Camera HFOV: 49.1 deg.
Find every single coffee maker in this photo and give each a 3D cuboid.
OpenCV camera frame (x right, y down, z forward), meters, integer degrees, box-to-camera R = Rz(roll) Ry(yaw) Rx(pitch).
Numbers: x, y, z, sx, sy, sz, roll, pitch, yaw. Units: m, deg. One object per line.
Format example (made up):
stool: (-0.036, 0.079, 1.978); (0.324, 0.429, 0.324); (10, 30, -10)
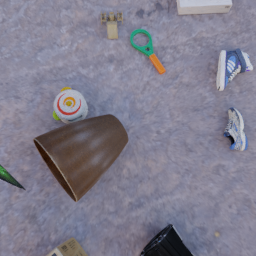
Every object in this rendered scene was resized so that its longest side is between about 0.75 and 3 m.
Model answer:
coffee maker: (1.654, 4.592, 9.235); (1.560, 2.225, 2.316); (-44, 78, 2)

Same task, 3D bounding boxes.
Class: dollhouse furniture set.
dollhouse furniture set: (-0.714, -4.671, 12.624); (0.987, 0.748, 1.127); (-3, 53, -1)

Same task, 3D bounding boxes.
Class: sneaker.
sneaker: (4.229, 0.045, 11.254); (0.771, 0.698, 1.811); (-9, 75, 2)
sneaker: (4.567, -2.413, 11.828); (1.422, 0.783, 1.942); (8, 70, 7)

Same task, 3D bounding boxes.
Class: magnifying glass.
magnifying glass: (0.921, -3.389, 12.397); (0.949, 0.267, 2.384); (-29, 75, -8)

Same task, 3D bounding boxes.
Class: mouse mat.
mouse mat: (-3.760, 0.979, 7.753); (1.830, 2.275, 0.086); (39, 74, 13)

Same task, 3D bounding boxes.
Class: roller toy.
roller toy: (-2.300, -0.869, 11.325); (1.277, 0.978, 1.400); (21, 76, 5)

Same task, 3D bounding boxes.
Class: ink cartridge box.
ink cartridge box: (-2.555, 4.763, 8.920); (2.267, 2.752, 1.034); (-39, 79, -11)

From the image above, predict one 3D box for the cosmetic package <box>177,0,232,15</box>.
cosmetic package: (3.453, -5.800, 12.828); (2.345, 0.594, 0.968); (-2, 75, -1)

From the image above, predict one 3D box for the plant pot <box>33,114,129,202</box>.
plant pot: (-1.485, 0.742, 10.276); (2.857, 2.671, 2.671); (-35, 78, -22)
